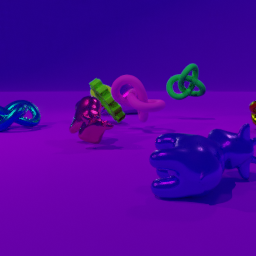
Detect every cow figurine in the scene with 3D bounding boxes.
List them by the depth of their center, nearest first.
[{"bbox_3d":[0.961,0.370,3.275,1.311,0.731,1.332,-2,11,11],"label":"cow figurine"},{"bbox_3d":[-0.752,-0.215,5.674,0.669,1.219,1.200,19,-31,-24],"label":"cow figurine"}]

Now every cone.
[{"bbox_3d":[-1.152,-1.118,11.891,1.039,1.039,1.043,-3,-35,-20],"label":"cone"},{"bbox_3d":[-0.521,-0.971,12.144,1.647,1.641,1.641,-30,17,-14],"label":"cone"}]

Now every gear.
[{"bbox_3d":[-0.665,-0.876,9.060,0.288,1.557,1.557,-37,15,-7],"label":"gear"}]

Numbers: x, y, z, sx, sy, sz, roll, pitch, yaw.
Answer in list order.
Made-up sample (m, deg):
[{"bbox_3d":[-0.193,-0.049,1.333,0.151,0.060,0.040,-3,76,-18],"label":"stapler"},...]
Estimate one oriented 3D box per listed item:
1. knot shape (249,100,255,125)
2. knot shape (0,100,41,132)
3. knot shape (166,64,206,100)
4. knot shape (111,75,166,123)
[{"bbox_3d":[3.604,-0.372,7.411,0.516,1.118,1.046,-42,11,-2],"label":"knot shape"},{"bbox_3d":[-3.245,-0.350,7.799,1.578,0.729,1.476,-3,13,-19],"label":"knot shape"},{"bbox_3d":[2.132,-1.655,9.983,1.385,1.296,0.640,4,33,-7],"label":"knot shape"},{"bbox_3d":[0.296,-0.709,7.652,1.516,0.700,1.418,34,-9,18],"label":"knot shape"}]
